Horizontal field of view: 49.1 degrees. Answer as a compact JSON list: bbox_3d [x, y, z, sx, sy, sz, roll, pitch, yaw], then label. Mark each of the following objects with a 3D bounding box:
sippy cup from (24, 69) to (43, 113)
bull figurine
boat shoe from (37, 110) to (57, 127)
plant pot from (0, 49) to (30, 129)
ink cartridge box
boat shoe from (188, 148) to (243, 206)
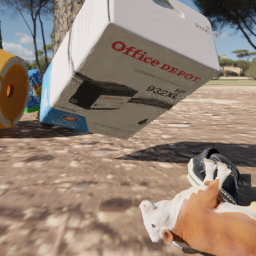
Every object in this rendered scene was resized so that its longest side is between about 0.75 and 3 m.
[{"bbox_3d":[-3.128,-1.258,9.186,1.553,1.138,1.220,-17,27,4],"label":"sippy cup"},{"bbox_3d":[0.697,0.645,2.002,1.189,0.722,0.387,20,-3,18],"label":"bull figurine"},{"bbox_3d":[-1.755,-0.579,7.436,0.832,0.884,2.323,-21,0,11],"label":"boat shoe"},{"bbox_3d":[-3.811,-1.022,6.526,2.467,2.694,2.694,11,11,2],"label":"plant pot"},{"bbox_3d":[-0.110,-0.747,3.870,1.566,0.904,2.159,14,-32,-29],"label":"ink cartridge box"},{"bbox_3d":[0.974,0.533,3.084,0.538,0.449,1.442,45,12,0],"label":"boat shoe"}]
